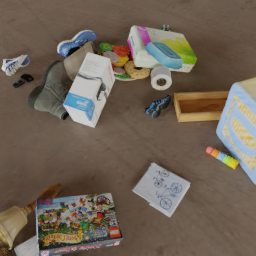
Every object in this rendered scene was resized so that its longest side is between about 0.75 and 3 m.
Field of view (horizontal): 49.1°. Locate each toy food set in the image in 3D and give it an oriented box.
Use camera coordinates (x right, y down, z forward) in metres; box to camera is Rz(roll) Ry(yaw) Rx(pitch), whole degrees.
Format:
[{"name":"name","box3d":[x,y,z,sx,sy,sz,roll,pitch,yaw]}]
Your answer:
[{"name":"toy food set","box3d":[-0.302,-3.132,13.286,2.433,0.598,2.458,-6,55,-24]}]

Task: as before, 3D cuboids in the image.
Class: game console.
[{"name":"game console","box3d":[-4.970,-2.203,13.147,0.591,0.121,1.002,30,54,24]}]

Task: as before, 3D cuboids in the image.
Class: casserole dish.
[{"name":"casserole dish","box3d":[1.525,-3.074,11.641,1.167,0.374,1.927,-8,47,-36]}]

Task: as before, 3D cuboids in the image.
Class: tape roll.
[{"name":"tape roll","box3d":[1.495,-2.254,12.661,0.917,0.917,0.629,0,48,0]}]

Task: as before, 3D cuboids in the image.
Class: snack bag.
[{"name":"snack bag","box3d":[1.103,2.025,9.441,1.553,0.166,1.464,27,54,21]}]

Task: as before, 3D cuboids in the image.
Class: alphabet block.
[{"name":"alphabet block","box3d":[5.139,-0.142,9.645,2.745,2.696,2.682,-16,52,-13]}]

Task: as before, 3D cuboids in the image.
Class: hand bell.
[{"name":"hand bell","box3d":[-2.984,2.448,8.689,1.224,1.224,2.350,32,44,25]}]

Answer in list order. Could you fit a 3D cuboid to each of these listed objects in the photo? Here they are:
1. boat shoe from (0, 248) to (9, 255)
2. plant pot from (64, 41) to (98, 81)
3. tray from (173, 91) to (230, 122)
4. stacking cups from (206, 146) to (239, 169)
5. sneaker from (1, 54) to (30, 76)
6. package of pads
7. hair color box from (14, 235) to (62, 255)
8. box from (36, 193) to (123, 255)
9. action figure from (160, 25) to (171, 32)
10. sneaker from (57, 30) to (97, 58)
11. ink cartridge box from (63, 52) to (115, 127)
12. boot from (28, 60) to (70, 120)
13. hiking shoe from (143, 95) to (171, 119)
[{"name":"boat shoe","box3d":[-3.586,3.583,7.972,0.923,0.349,0.341,18,49,14]},{"name":"plant pot","box3d":[-2.052,-2.924,12.917,1.513,1.743,1.743,-18,50,6]},{"name":"tray","box3d":[3.328,-0.925,11.804,2.635,0.488,1.300,-2,49,-3]},{"name":"stacking cups","box3d":[3.396,1.069,10.199,1.182,0.357,0.357,28,55,28]},{"name":"sneaker","box3d":[-5.637,-3.222,13.720,0.839,0.587,1.453,29,56,20]},{"name":"package of pads","box3d":[1.580,-3.853,13.634,2.972,1.014,2.296,4,47,-17]},{"name":"hair color box","box3d":[-2.145,3.886,7.513,1.000,0.612,2.019,-27,53,-23]},{"name":"box","box3d":[-1.450,2.742,8.152,2.302,0.434,1.572,0,41,-21]},{"name":"action figure","box3d":[2.164,-5.415,15.833,0.684,0.317,1.158,4,53,-1]},{"name":"sneaker","box3d":[-2.492,-4.256,14.563,2.233,0.877,0.996,-37,67,-19]},{"name":"ink cartridge box","box3d":[-1.428,-1.445,10.942,0.981,1.700,2.343,18,73,10]},{"name":"boot","box3d":[-2.886,-1.614,12.235,1.871,0.970,2.864,19,56,3]},{"name":"hiking shoe","box3d":[1.296,-1.029,11.849,0.619,0.532,1.429,31,55,24]}]
